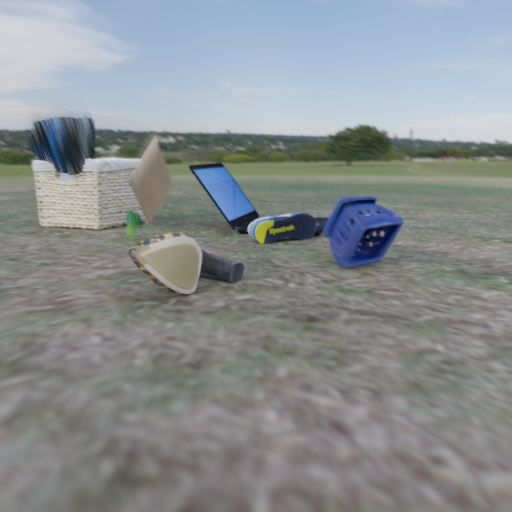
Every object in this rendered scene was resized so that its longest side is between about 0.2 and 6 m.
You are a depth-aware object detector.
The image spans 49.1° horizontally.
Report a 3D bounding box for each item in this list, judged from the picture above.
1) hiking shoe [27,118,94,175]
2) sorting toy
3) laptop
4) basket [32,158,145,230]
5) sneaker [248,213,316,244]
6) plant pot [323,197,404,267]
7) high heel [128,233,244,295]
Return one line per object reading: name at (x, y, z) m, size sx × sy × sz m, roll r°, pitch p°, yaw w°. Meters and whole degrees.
hiking shoe at (-3.158, -1.804, 8.894) m, size 0.906 × 0.777 × 2.090 m, roll 2°, pitch -6°, yaw -25°
sorting toy at (-2.222, -1.284, 11.064) m, size 0.263 × 1.323 × 1.790 m, roll 11°, pitch 53°, yaw 15°
laptop at (0.258, -1.653, 15.503) m, size 3.431 × 1.772 × 3.041 m, roll 2°, pitch 11°, yaw 13°
basket at (-4.695, -1.847, 16.089) m, size 2.368 × 1.922 × 2.390 m, roll 5°, pitch 11°, yaw 24°
sneaker at (0.623, -0.696, 13.399) m, size 1.825 × 0.675 × 0.751 m, roll -5°, pitch 10°, yaw -30°
plant pot at (1.851, -0.496, 10.095) m, size 1.015 × 1.015 × 0.913 m, roll -8°, pitch 49°, yaw -32°
high heel at (-1.513, 0.012, 8.693) m, size 1.715 × 0.859 × 2.405 m, roll 14°, pitch 1°, yaw 33°
